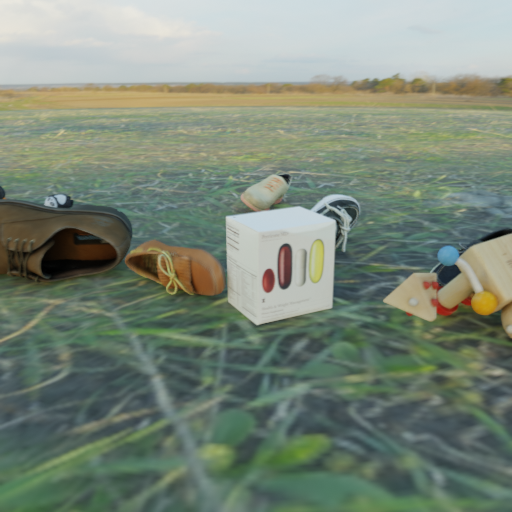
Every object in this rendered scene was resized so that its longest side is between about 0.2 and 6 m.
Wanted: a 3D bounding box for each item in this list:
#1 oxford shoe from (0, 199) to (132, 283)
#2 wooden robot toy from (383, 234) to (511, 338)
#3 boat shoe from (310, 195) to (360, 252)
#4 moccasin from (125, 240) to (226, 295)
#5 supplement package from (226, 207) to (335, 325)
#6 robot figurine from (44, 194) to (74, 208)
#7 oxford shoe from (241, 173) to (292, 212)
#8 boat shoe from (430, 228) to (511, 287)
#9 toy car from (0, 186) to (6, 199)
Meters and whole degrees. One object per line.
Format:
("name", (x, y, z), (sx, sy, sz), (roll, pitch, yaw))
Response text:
("oxford shoe", (-3.539, -0.173, 8.527), (3.175, 1.154, 1.340), (-6, 25, -8))
("wooden robot toy", (3.198, 0.558, 6.902), (3.180, 1.401, 1.443), (-15, 60, -24))
("boat shoe", (1.231, -0.488, 9.802), (0.823, 0.889, 2.409), (13, 22, 43))
("moccasin", (-1.197, 0.185, 8.127), (1.891, 0.692, 0.730), (21, 33, 37))
("supplement package", (0.322, 0.092, 7.535), (1.196, 1.251, 0.920), (-10, 21, -27))
("robot figurine", (-4.471, -1.188, 12.701), (0.471, 0.391, 0.627), (8, 19, 43))
("oxford shoe", (0.253, -1.537, 12.873), (0.707, 0.737, 1.997), (40, 27, 3))
("boat shoe", (3.210, 0.076, 8.175), (1.822, 0.567, 0.680), (-23, 50, -24))
("toy car", (-6.473, -1.029, 12.036), (3.892, 1.909, 1.295), (-1, 54, 57))
